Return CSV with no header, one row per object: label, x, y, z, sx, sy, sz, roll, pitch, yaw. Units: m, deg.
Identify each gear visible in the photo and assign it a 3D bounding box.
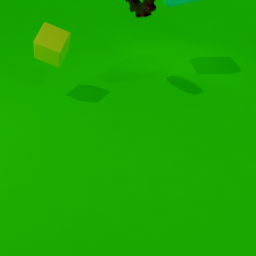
gear,0.330,-4.033,8.275,0.272,1.471,1.471,-27,46,-20

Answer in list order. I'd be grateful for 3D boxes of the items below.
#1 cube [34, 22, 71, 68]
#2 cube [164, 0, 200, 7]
cube,-2.355,-2.564,8.717,0.841,0.841,0.841,21,65,-7
cube,1.859,-5.012,9.507,1.337,1.337,1.337,-10,29,6
